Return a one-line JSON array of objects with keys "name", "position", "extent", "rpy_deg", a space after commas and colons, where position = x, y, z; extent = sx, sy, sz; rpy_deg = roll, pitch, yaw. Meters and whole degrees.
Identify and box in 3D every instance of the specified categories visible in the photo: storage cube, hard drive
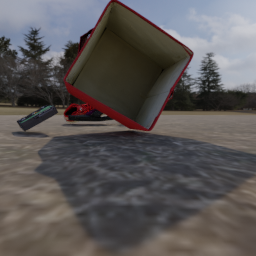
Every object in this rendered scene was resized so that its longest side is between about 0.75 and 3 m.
[{"name": "storage cube", "position": [-0.117, -1.308, 6.756], "extent": [2.385, 2.039, 2.144], "rpy_deg": [30, -4, -8]}, {"name": "hard drive", "position": [-2.293, -0.266, 7.020], "extent": [0.902, 0.244, 1.291], "rpy_deg": [-33, 16, -20]}]

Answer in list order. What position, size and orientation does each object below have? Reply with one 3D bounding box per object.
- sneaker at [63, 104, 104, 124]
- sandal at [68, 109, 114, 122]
[{"name": "sneaker", "position": [-1.722, -0.713, 11.668], "extent": [1.998, 0.783, 1.154], "rpy_deg": [-23, -4, -8]}, {"name": "sandal", "position": [-1.303, -0.517, 10.871], "extent": [2.067, 0.495, 0.777], "rpy_deg": [-2, 8, -38]}]
